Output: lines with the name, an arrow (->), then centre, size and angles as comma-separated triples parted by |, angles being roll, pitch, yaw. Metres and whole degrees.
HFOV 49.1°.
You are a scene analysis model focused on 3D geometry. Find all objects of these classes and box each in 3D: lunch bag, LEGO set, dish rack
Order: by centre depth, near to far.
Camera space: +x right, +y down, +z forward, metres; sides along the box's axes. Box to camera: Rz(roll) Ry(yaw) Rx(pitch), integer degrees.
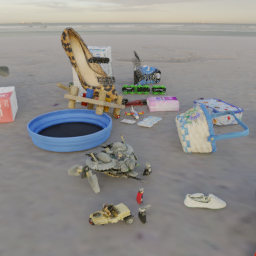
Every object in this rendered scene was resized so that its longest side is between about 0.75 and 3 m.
LEGO set -> -0.267, 0.881, 6.201 | 1.898, 0.828, 2.923 | -9, 24, -22
dish rack -> -0.765, -1.707, 8.427 | 0.722, 0.942, 0.257 | -8, -12, -36
dish rack -> 0.328, -2.218, 9.965 | 0.265, 0.971, 0.745 | -21, 39, -4
LEGO set -> 0.334, -0.437, 9.991 | 1.501, 0.368, 1.121 | 12, 22, 26
lunch bag -> 3.212, -0.638, 10.113 | 1.344, 0.634, 1.677 | -7, 25, -21

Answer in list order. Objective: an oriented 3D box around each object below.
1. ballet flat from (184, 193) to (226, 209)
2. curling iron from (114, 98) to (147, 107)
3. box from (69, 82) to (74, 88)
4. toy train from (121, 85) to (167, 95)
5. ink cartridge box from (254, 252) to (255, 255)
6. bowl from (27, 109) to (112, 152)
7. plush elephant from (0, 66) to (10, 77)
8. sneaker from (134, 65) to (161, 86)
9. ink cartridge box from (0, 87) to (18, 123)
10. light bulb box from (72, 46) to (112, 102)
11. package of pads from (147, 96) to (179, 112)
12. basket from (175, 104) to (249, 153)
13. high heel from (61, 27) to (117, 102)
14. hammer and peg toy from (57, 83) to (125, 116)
ballet flat -> 1.547, 1.442, 5.586 | 0.838, 0.291, 0.291 | 1, 23, 2
curling iron -> 0.499, -1.059, 11.460 | 2.147, 0.274, 0.532 | -4, -14, -19
box -> -2.648, -2.224, 14.450 | 0.779, 0.185, 0.753 | -4, 25, -11
toy train -> 0.752, -1.828, 13.220 | 2.131, 0.445, 0.601 | 2, 13, 4
ink cartridge box -> 2.424, 2.017, 4.290 | 0.843, 0.211, 0.684 | 19, 27, 32
bowl -> -1.751, 0.025, 8.639 | 2.531, 0.497, 2.531 | 0, 21, 0
plush elephant -> -6.547, -1.933, 12.126 | 1.742, 1.854, 2.251 | -28, -29, 29
sneaker -> 1.074, -2.817, 14.782 | 1.168, 1.029, 2.620 | 7, 23, 23
ink cartridge box -> -5.562, -0.792, 10.035 | 2.810, 0.948, 1.636 | -6, 24, -14
light bulb box -> -1.521, -2.408, 12.332 | 1.347, 2.139, 2.158 | 2, 22, 7
package of pads -> 1.374, -0.954, 11.064 | 1.194, 0.452, 0.719 | -2, 26, -5
basket -> 2.278, -0.011, 7.824 | 1.729, 1.202, 1.524 | -9, 21, 4
high heel -> -1.331, -2.145, 9.690 | 0.975, 1.947, 2.731 | -40, 74, -16
hammer and peg toy -> -1.474, -0.995, 10.096 | 2.326, 0.820, 1.711 | 13, 5, 25
